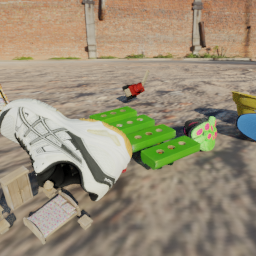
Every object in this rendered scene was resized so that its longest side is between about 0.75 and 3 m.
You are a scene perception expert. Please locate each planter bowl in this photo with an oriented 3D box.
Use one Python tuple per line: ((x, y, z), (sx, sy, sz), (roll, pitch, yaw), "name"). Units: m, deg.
((3.525, -0.437, 7.488), (1.740, 0.724, 1.740), (12, 14, -3), "planter bowl")

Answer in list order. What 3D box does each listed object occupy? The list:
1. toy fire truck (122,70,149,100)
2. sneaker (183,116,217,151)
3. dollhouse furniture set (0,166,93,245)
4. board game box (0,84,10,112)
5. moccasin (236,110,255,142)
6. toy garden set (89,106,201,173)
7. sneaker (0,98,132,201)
((0.416, -1.621, 10.631), (1.141, 0.734, 1.004), (-22, 4, 16), "toy fire truck")
((1.560, 0.131, 6.244), (0.712, 0.653, 1.700), (-5, 5, 24), "sneaker")
((-1.047, 0.929, 3.156), (0.992, 0.485, 0.846), (28, 43, 31), "dollhouse furniture set")
((-4.068, -0.597, 7.513), (1.601, 0.490, 2.114), (-5, 33, -33), "board game box")
((3.349, 0.052, 6.443), (1.783, 0.718, 0.608), (16, 17, 3), "moccasin")
((-0.161, 0.326, 5.539), (1.979, 0.474, 2.374), (-17, 30, -29), "toy garden set")
((-1.262, 0.312, 4.357), (2.560, 0.968, 1.122), (13, 57, 26), "sneaker")
